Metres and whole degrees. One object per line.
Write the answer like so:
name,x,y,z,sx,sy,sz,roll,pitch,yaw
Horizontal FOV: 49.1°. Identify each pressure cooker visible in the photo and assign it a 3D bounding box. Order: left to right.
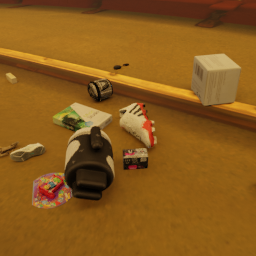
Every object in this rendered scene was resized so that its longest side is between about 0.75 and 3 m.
pressure cooker,-1.387,-1.819,13.506,1.103,0.985,0.970,-21,26,-27

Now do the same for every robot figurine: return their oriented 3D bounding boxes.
robot figurine,-1.175,1.007,8.393,1.756,1.458,2.337,-29,36,16

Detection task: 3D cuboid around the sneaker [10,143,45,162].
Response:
sneaker,-3.652,0.865,10.138,1.223,0.430,0.490,-15,28,-30

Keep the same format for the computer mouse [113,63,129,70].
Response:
computer mouse,-0.402,-3.796,17.020,1.170,0.199,0.343,-28,42,-34

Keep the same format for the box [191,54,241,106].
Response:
box,4.135,-2.345,13.438,1.603,1.871,1.862,-7,35,-5

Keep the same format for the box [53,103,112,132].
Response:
box,-1.925,-0.381,11.912,2.075,0.377,1.498,18,38,26

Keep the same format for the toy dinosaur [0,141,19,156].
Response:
toy dinosaur,-5.018,0.844,10.163,1.970,0.573,0.996,-1,18,-14

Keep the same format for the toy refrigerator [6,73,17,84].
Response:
toy refrigerator,-6.383,-2.727,15.364,0.293,0.317,0.836,-25,41,-32

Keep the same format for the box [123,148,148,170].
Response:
box,0.243,1.056,9.666,0.846,0.559,0.485,-3,35,-5

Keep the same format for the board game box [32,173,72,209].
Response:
board game box,-2.398,1.828,8.787,1.193,0.294,1.510,-8,36,-11

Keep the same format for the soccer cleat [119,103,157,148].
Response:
soccer cleat,0.329,-0.096,11.068,1.261,1.016,2.961,-13,33,-2
